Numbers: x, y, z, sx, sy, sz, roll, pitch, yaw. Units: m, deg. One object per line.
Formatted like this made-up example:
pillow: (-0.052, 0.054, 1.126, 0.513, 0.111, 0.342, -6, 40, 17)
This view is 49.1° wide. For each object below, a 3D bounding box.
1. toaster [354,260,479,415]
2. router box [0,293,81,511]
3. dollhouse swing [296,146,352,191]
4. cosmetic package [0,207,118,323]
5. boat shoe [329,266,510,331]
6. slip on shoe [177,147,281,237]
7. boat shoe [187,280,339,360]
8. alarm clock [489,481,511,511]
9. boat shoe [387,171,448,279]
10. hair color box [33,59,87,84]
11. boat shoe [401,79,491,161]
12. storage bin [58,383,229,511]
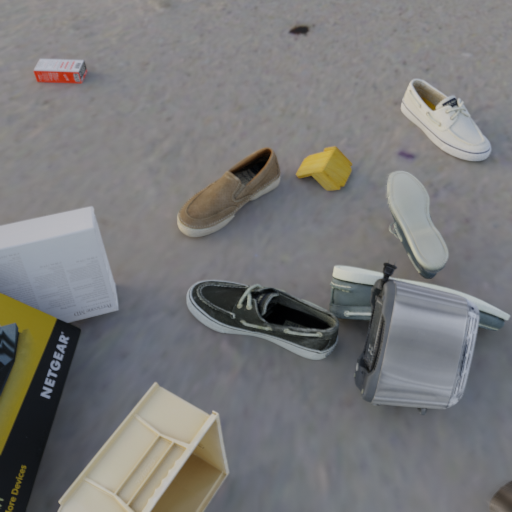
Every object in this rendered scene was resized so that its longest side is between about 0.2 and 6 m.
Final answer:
toaster: (2.125, 1.112, 7.497, 1.269, 1.117, 1.965, 11, 93, 1)
router box: (-3.770, 1.859, 6.465, 2.604, 0.865, 3.312, 32, 44, -30)
dollhouse swing: (1.280, -1.585, 10.636, 0.699, 0.677, 0.770, 42, 52, -18)
cosmetic package: (-3.942, 0.443, 8.079, 3.553, 1.466, 0.900, -13, 30, -11)
boat shoe: (2.399, 0.812, 8.464, 2.671, 0.972, 0.825, 13, 96, 2)
slip on shoe: (-0.466, -1.175, 9.956, 2.268, 0.687, 0.862, -32, 58, -23)
boat shoe: (0.080, 0.767, 8.343, 2.408, 0.767, 0.851, 16, 53, 12)
alarm clock: (3.024, 2.972, 6.614, 1.000, 0.675, 0.333, -52, 38, 10)
boat shoe: (2.598, -0.530, 9.205, 0.717, 0.592, 1.915, -14, 61, -8)
hair color box: (-4.395, -4.157, 12.597, 1.024, 0.313, 0.520, 3, 51, 3)
boat shoe: (3.812, -2.786, 11.185, 0.803, 0.791, 2.264, -23, 55, -18)
storage bin: (-1.181, 2.636, 6.196, 0.837, 1.786, 1.773, 25, 56, 20)
